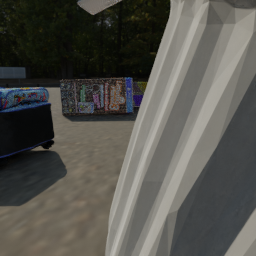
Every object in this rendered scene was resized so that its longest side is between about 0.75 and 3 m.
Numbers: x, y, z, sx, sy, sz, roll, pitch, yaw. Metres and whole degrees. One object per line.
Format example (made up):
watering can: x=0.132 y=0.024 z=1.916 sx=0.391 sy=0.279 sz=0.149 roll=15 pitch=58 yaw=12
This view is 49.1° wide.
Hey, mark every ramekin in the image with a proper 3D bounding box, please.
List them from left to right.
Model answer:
ramekin: x=0.910 y=0.358 z=0.803 sx=2.145 sy=0.999 sz=2.145 roll=22 pitch=23 yaw=-10

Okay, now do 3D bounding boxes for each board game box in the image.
board game box: x=-1.238 y=-1.319 z=11.272 sx=2.670 sy=1.293 sz=2.128 roll=-3 pitch=10 yaw=-7

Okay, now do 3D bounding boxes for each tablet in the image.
tablet: x=-0.654 y=-4.355 z=9.324 sx=1.844 sy=0.126 sz=1.200 roll=-19 pitch=-3 yaw=20

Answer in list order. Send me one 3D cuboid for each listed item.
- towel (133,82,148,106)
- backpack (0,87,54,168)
towel: x=0.612 y=-1.487 z=12.809 sx=2.386 sy=0.272 sz=1.714 roll=7 pitch=-29 yaw=28
backpack: x=-2.384 y=-0.097 z=4.844 sx=1.762 sy=1.185 sz=1.609 roll=2 pitch=11 yaw=19
